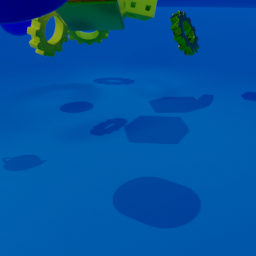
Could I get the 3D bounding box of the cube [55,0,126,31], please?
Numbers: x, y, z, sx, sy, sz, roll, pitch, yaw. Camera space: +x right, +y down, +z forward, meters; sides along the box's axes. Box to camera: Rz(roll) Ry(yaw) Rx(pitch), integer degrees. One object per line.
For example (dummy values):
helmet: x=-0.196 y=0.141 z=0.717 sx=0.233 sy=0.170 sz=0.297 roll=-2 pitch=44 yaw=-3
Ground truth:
cube: x=-0.712 y=-2.712 z=5.441 sx=1.212 sy=1.212 sz=1.212 roll=1 pitch=-3 yaw=6

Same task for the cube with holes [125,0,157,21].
cube with holes: x=0.126 y=-3.477 z=7.174 sx=1.120 sy=1.120 sz=1.120 roll=8 pitch=16 yaw=-9

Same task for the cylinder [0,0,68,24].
cylinder: x=-1.173 y=-1.767 z=2.533 sx=1.165 sy=1.165 sz=1.165 roll=-2 pitch=50 yaw=3

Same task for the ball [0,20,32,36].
ball: x=-2.899 y=-2.924 z=7.304 sx=0.996 sy=0.996 sz=0.996 roll=0 pitch=26 yaw=0

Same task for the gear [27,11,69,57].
gear: x=-1.682 y=-2.154 z=6.086 sx=0.217 sy=1.173 sz=1.173 roll=23 pitch=32 yaw=17

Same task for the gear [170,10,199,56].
gear: x=1.675 y=-2.766 z=8.217 sx=0.240 sy=1.300 sz=1.300 roll=-17 pitch=12 yaw=37

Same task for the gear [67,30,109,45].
gear: x=-1.527 y=-3.690 z=10.463 sx=1.637 sy=0.303 sz=1.637 roll=-2 pitch=-17 yaw=-1
